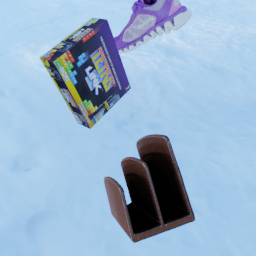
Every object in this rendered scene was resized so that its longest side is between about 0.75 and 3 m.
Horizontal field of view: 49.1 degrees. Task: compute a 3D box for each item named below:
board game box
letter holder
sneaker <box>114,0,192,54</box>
[{"bbox_3d":[-0.653,-0.942,5.000,0.431,1.520,1.257,24,61,37],"label":"board game box"},{"bbox_3d":[0.081,0.508,2.766,0.556,0.786,1.106,-15,-3,-13],"label":"letter holder"},{"bbox_3d":[0.385,-2.826,7.370,2.464,1.089,0.991,-16,31,38],"label":"sneaker"}]
